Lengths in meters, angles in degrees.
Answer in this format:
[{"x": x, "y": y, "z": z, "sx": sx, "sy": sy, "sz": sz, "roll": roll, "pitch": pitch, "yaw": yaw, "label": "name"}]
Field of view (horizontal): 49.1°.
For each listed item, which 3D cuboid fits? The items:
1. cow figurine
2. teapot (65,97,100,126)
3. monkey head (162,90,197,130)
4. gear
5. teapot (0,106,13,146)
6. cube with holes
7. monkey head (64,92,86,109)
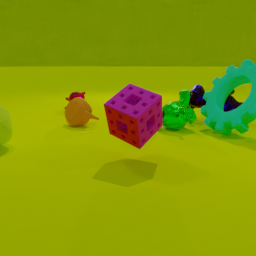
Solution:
[{"x": 2.679, "y": -0.722, "z": 8.715, "sx": 1.621, "sy": 0.905, "sz": 1.648, "roll": -18, "pitch": 51, "yaw": -18, "label": "cow figurine"}, {"x": -1.383, "y": -0.437, "z": 8.232, "sx": 0.681, "sy": 0.864, "sz": 1.390, "roll": 19, "pitch": -1, "yaw": -43, "label": "teapot"}, {"x": 1.329, "y": -0.515, "z": 7.747, "sx": 0.932, "sy": 1.113, "sz": 1.547, "roll": -1, "pitch": 2, "yaw": -28, "label": "monkey head"}, {"x": 2.780, "y": -0.788, "z": 7.172, "sx": 0.370, "sy": 1.999, "sz": 1.999, "roll": 30, "pitch": -1, "yaw": -27, "label": "gear"}, {"x": -3.060, "y": -0.118, "z": 6.047, "sx": 1.180, "sy": 0.929, "sz": 1.897, "roll": 10, "pitch": -27, "yaw": -11, "label": "teapot"}, {"x": 0.120, "y": -0.229, "z": 5.151, "sx": 0.739, "sy": 0.739, "sz": 0.739, "roll": 26, "pitch": 52, "yaw": 30, "label": "cube with holes"}, {"x": -2.044, "y": -1.014, "z": 10.559, "sx": 1.160, "sy": 0.699, "sz": 0.835, "roll": -9, "pitch": 3, "yaw": 42, "label": "monkey head"}]
